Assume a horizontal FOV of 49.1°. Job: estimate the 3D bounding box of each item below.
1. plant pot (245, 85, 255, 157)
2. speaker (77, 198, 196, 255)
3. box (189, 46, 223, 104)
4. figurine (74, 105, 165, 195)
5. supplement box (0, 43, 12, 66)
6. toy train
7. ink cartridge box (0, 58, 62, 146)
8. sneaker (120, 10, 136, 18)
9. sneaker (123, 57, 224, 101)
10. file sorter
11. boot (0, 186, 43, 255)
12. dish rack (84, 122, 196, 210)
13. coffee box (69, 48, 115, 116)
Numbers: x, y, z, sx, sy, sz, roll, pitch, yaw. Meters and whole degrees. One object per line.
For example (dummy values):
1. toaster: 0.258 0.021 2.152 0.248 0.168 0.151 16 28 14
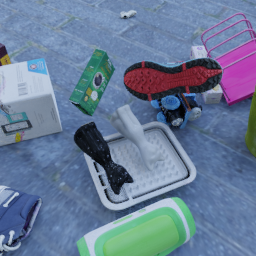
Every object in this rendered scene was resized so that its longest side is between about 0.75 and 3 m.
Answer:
1. plant pot: 4.604 -0.239 7.954 2.636 2.538 2.636 1 49 -1
2. speaker: 0.211 2.585 6.564 2.640 1.167 1.167 -19 53 -15
3. box: 2.949 -2.117 10.788 0.588 0.549 2.839 -2 51 -1
4. figurine: -0.131 0.547 7.578 1.980 0.853 1.932 -28 74 -31
5. supplement box: -5.500 -1.767 9.864 1.188 1.530 2.773 23 55 17
6. toy train: 1.566 -1.168 9.685 1.504 1.141 2.632 -8 51 -14
7. ink cartridge box: -3.589 -0.785 8.887 2.453 1.791 1.799 -14 52 -11
8. sneaker: 0.034 -5.587 13.846 0.810 0.304 0.328 -12 62 -3
9. sneaker: 1.305 -1.409 8.270 2.897 1.149 1.384 3 11 22
10. file sorter: 3.815 -2.525 9.842 1.838 1.659 2.645 -25 42 22
11. boot: -3.160 2.656 6.555 1.262 1.016 2.794 8 50 13
12. dish rack: 0.300 1.081 8.135 2.762 0.601 2.371 -18 51 -14
13. coffee box: -0.881 -1.147 7.186 0.334 0.935 1.520 21 79 20
